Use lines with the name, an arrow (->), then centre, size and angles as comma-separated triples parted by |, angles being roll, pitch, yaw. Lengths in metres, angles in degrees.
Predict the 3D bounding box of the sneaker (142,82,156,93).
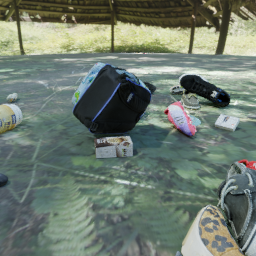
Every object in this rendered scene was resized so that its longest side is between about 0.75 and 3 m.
sneaker -> 0.779, -2.520, 17.283 | 2.003, 0.760, 0.909 | 7, 15, 16

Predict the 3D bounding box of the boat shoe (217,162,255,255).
boat shoe -> 2.158, 1.415, 5.291 | 1.013, 1.029, 2.855 | 26, 16, 16

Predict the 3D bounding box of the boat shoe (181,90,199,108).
boat shoe -> 3.190, -1.495, 14.375 | 0.753, 0.630, 2.107 | 4, 19, -3

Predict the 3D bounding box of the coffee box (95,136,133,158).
coffee box -> -0.460, 0.588, 8.684 | 1.128, 0.450, 0.638 | -3, 19, -9

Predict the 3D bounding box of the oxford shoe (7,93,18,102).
oxford shoe -> -6.278, -1.641, 15.329 | 0.351, 0.457, 1.215 | 39, 5, -12

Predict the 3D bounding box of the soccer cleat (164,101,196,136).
soccer cleat -> 1.993, -0.285, 10.855 | 0.855, 0.746, 2.237 | -29, 30, 12

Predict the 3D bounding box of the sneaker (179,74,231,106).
sneaker -> 3.957, -1.938, 14.022 | 2.718, 0.993, 1.520 | 21, 14, -11

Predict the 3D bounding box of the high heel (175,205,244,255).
high heel -> 1.663, 2.083, 4.320 | 1.648, 0.825, 2.312 | 28, 20, 20

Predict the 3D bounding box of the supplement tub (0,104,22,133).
supplement tub -> -4.794, -0.348, 10.565 | 0.981, 0.981, 1.359 | 9, 20, 23

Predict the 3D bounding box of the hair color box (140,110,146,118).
hair color box -> 0.247, -0.694, 12.365 | 0.761, 0.460, 1.522 | 6, 20, 15

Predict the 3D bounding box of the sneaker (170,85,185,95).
sneaker -> 3.404, -2.410, 17.055 | 1.752, 0.675, 0.744 | -1, 14, -5

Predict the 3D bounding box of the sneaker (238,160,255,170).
sneaker -> 3.009, 1.060, 7.120 | 1.370, 0.582, 0.527 | -17, 25, -40

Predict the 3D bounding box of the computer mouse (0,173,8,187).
computer mouse -> -3.829, 1.267, 6.998 | 1.654, 0.281, 0.485 | 0, 20, 0

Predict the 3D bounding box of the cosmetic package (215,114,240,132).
cosmetic package -> 3.883, -0.210, 10.967 | 0.761, 0.197, 0.574 | 18, 60, 38

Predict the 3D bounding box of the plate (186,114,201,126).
plate -> 2.423, -0.360, 11.717 | 1.243, 0.159, 1.243 | 1, 23, -1

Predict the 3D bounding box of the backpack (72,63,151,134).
backpack -> -0.498, -1.007, 9.762 | 1.831, 2.280, 2.491 | 46, 19, 28
